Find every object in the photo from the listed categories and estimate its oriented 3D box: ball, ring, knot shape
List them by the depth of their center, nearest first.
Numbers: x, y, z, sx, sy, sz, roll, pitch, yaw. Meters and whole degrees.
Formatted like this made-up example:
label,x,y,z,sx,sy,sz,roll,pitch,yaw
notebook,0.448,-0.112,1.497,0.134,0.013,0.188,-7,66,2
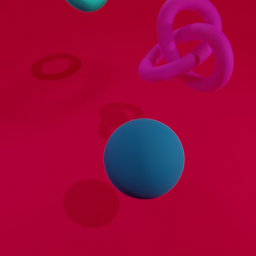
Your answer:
label,x,y,z,sx,sy,sz,roll,pitch,yaw
ball,0.242,0.471,4.326,1.234,1.234,1.234,0,44,0
knot shape,1.286,-1.552,5.736,1.953,2.087,0.964,45,17,25
ring,-1.209,-4.221,7.595,0.404,2.019,2.019,8,40,41
